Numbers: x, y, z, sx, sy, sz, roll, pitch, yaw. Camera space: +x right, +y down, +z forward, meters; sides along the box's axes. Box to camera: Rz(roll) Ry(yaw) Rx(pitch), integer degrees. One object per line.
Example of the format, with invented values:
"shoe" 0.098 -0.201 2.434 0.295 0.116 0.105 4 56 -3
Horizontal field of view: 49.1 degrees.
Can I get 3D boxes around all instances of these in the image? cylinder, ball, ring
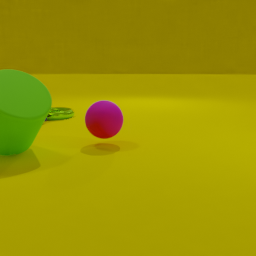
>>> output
"cylinder" -2.203 -0.275 5.295 1.191 1.191 1.191 22 43 -22
"ball" -0.515 -0.180 6.068 0.833 0.833 0.833 0 12 0
"ring" -2.559 -0.507 9.699 1.397 0.279 1.397 0 12 0

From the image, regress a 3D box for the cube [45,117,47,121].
"cube" -3.189 -0.656 8.318 1.031 1.031 1.031 10 20 31
